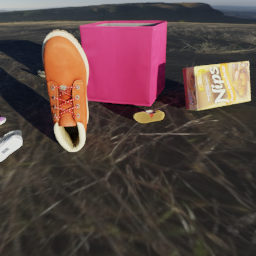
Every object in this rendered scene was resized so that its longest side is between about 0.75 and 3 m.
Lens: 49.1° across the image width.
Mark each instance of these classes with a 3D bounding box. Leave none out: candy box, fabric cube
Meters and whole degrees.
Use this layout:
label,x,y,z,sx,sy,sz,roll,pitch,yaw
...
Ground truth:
label,x,y,z,sx,sy,sz,roll,pitch,yaw
candy box,3.214,-1.532,10.022,2.536,1.464,0.701,-11,9,-25
fabric cube,-0.027,-2.704,11.104,2.734,2.778,2.787,6,25,17

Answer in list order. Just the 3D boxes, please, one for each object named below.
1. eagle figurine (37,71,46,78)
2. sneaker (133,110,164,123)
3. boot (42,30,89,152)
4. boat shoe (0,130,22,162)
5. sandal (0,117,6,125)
label,x,y,z,sx,sy,sz,roll,pitch,yaw
eagle figurine,-3.993,-2.674,13.677,0.772,0.586,0.583,-24,52,-19
sneaker,0.638,-0.400,9.162,1.033,0.387,0.465,-1,15,-16
boot,-1.501,-0.837,7.050,1.118,2.980,1.598,-6,34,-3
boat shoe,-2.943,0.430,6.497,1.179,0.423,0.400,-33,44,14
sandal,-4.689,-0.212,8.639,1.665,0.409,0.677,-9,27,-17
